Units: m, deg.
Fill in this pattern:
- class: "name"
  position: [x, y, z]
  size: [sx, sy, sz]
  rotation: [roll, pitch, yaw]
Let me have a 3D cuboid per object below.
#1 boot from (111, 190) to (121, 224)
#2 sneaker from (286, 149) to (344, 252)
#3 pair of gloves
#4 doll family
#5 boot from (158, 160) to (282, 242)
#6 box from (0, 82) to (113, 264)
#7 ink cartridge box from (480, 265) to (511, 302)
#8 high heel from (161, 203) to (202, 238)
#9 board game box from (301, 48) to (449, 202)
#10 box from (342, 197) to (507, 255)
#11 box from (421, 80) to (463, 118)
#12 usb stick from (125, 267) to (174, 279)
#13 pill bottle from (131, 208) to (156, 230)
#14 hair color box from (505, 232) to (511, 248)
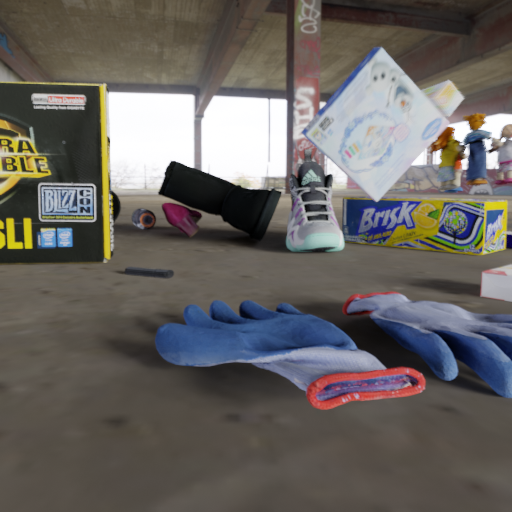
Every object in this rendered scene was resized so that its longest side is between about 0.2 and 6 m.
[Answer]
- class: "boot"
  position: [-3.825, -0.861, 11.901]
  size: [2.366, 1.191, 3.164]
  rotation: [-2, 15, 46]
- class: "sneaker"
  position: [1.105, -1.158, 11.335]
  size: [1.116, 2.009, 2.872]
  rotation: [-1, 8, -5]
- class: "pair of gloves"
  position: [0.830, 0.668, 4.442]
  size: [3.093, 0.352, 2.486]
  rotation: [-2, 6, -23]
- class: "doll family"
  position: [3.814, -1.874, 10.103]
  size: [0.902, 1.243, 2.003]
  rotation: [1, -2, -26]
- class: "boot"
  position: [-0.908, -1.390, 12.897]
  size: [2.635, 1.190, 3.216]
  rotation: [24, -1, -6]
- class: "box"
  position: [-4.315, -1.354, 9.325]
  size: [3.714, 2.966, 0.916]
  rotation: [0, 8, -8]
- class: "ink cartridge box"
  position: [3.254, 0.319, 6.865]
  size: [0.989, 0.334, 0.576]
  rotation: [-7, 11, -42]
- class: "high heel"
  position: [-1.947, -1.061, 14.065]
  size: [0.721, 1.027, 2.140]
  rotation: [-42, 15, 8]
- class: "board game box"
  position: [1.862, -2.005, 8.746]
  size: [1.672, 1.680, 0.364]
  rotation: [39, 9, -21]
- class: "box"
  position: [3.366, -0.694, 11.608]
  size: [3.200, 1.029, 1.121]
  rotation: [7, 10, 44]
- class: "box"
  position: [3.761, -3.237, 11.918]
  size: [0.522, 0.579, 1.029]
  rotation: [44, -14, -17]
- class: "usb stick"
  position: [-1.560, 0.240, 8.176]
  size: [0.780, 0.127, 0.216]
  rotation: [4, 9, 26]
- class: "pill bottle"
  position: [-3.129, -1.029, 15.672]
  size: [0.564, 0.564, 1.061]
  rotation: [-3, 9, -21]
- class: "hair color box"
  position: [5.353, -0.319, 11.534]
  size: [0.525, 0.311, 0.960]
  rotation: [-3, 6, -23]
